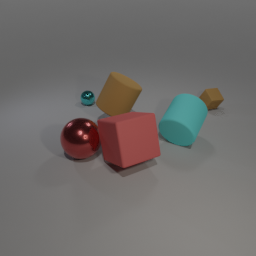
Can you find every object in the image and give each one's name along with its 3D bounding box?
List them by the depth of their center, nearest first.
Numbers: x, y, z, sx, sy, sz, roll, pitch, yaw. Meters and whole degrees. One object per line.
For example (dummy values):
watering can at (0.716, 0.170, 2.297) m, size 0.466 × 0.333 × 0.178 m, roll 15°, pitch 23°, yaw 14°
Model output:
cube at (0.014, 0.309, 8.994) m, size 1.400 × 1.400 × 1.400 m, roll -15°, pitch 12°, yaw -28°
ball at (-1.588, 0.352, 9.519) m, size 1.400 × 1.400 × 1.400 m, roll 0°, pitch 30°, yaw 0°
cylinder at (2.030, -0.300, 10.294) m, size 1.400 × 1.400 × 1.400 m, roll 16°, pitch 55°, yaw 26°
cylinder at (-0.364, -1.284, 11.119) m, size 1.400 × 1.400 × 1.400 m, roll 26°, pitch 20°, yaw -10°
cube at (3.810, -1.337, 12.838) m, size 0.700 × 0.700 × 0.700 m, roll -9°, pitch 61°, yaw -23°
ball at (-1.927, -1.446, 13.413) m, size 0.700 × 0.700 × 0.700 m, roll 0°, pitch 30°, yaw 0°
